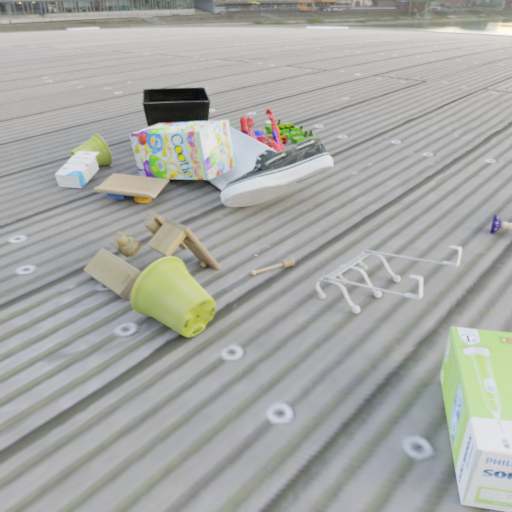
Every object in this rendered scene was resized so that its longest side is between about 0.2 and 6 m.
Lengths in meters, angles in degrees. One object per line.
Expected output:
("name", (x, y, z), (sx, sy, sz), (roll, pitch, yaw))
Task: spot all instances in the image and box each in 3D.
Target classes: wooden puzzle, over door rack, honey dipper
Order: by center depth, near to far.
("over door rack", (2.184, 0.392, 9.259), (1.998, 0.666, 1.476), (-2, 19, 45))
("honey dipper", (0.296, 0.221, 10.321), (0.868, 0.165, 0.165), (-17, 33, -22))
("wooden puzzle", (-2.947, -1.600, 13.397), (1.420, 0.355, 1.533), (7, 21, 4))

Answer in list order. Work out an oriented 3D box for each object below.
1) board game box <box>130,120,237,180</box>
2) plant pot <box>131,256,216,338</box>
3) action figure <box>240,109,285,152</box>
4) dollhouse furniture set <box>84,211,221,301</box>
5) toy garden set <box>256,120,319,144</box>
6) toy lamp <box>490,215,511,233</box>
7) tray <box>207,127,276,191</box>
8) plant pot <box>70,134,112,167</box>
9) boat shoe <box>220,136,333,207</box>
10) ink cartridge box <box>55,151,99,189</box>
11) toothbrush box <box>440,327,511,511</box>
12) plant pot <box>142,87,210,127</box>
("board game box", (-1.839, -2.654, 14.083), (2.324, 1.219, 1.197), (6, 27, 34))
("plant pot", (-1.197, 0.709, 8.635), (0.985, 1.071, 1.071), (35, 42, 29))
("action figure", (-0.094, -3.714, 16.148), (1.065, 1.615, 3.263), (-20, 36, -17))
("dollhouse furniture set", (-1.864, 0.221, 10.167), (1.482, 1.270, 1.559), (25, 72, 39))
("toy garden set", (0.812, -3.982, 17.842), (1.619, 0.387, 1.942), (-16, 32, -27))
("toy lamp", (5.607, -0.525, 11.395), (1.522, 0.443, 0.443), (11, 30, 21))
("tray", (-0.643, -2.418, 14.430), (1.579, 0.326, 2.941), (-45, 40, -4))
("plant pot", (-4.495, -2.703, 15.101), (0.839, 0.913, 0.913), (-35, 43, -30))
("boat shoe", (0.381, -1.939, 12.845), (2.762, 0.996, 0.980), (-21, 77, -14))
("ink cartridge box", (-4.487, -2.199, 14.242), (0.672, 0.387, 1.160), (6, 41, 16))
("toothbrush box", (3.079, 1.838, 6.485), (1.533, 0.906, 2.105), (5, 28, 8))
("plant pot", (-2.309, -3.896, 16.375), (1.846, 1.641, 1.850), (-5, 28, -9))
